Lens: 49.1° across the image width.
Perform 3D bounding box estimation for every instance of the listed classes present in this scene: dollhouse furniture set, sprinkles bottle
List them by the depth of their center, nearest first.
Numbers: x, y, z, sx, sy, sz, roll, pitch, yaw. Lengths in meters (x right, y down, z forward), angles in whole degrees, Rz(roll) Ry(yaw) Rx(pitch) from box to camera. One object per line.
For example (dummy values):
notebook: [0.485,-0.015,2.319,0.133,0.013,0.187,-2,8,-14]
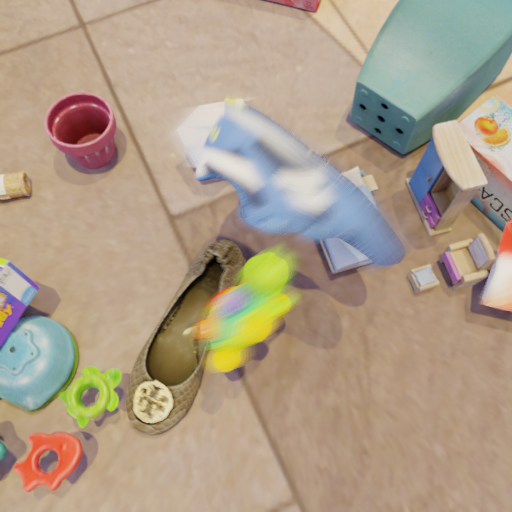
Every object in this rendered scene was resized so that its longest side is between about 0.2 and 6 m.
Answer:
dollhouse furniture set: [1.855,-0.501,7.869,2.307,1.505,2.178,-15,68,-6]
sprinkles bottle: [-4.138,-1.032,8.689,1.165,0.398,0.398,-10,68,-4]

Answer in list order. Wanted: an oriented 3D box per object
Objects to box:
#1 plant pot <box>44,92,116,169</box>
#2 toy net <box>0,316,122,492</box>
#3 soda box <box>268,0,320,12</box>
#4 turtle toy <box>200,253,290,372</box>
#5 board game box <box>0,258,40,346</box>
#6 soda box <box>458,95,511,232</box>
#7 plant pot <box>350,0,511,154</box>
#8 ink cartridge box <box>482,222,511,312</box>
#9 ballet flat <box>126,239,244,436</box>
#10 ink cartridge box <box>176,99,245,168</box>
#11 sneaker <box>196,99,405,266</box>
plant pot: [-2.640,-1.874,8.753,1.023,0.916,1.023,0,68,1]
toy net: [-3.558,2.706,6.924,2.172,0.800,4.141,34,72,13]
soda box: [-0.428,-5.658,10.125,3.616,1.266,1.146,16,68,7]
turtle toy: [-0.092,0.591,6.362,0.722,1.040,1.428,44,113,4]
board game box: [-4.864,0.741,7.259,3.363,0.753,2.261,15,64,21]
soda box: [4.173,-0.829,8.224,1.007,1.083,3.168,-36,72,-14]
plant pot: [2.698,-2.997,8.865,1.750,1.751,2.478,38,79,14]
ink cartridge box: [3.662,0.214,7.467,0.936,0.289,1.154,13,111,8]
ballet flat: [-0.941,1.005,7.686,0.983,0.676,2.918,23,69,9]
ink cartridge box: [-0.502,-1.863,8.472,1.071,0.670,0.688,-24,85,-45]
sneaker: [0.465,-0.612,6.138,2.548,0.942,1.048,38,100,3]
